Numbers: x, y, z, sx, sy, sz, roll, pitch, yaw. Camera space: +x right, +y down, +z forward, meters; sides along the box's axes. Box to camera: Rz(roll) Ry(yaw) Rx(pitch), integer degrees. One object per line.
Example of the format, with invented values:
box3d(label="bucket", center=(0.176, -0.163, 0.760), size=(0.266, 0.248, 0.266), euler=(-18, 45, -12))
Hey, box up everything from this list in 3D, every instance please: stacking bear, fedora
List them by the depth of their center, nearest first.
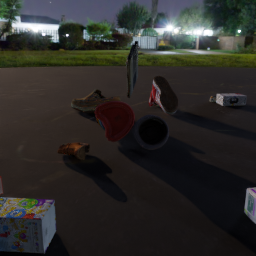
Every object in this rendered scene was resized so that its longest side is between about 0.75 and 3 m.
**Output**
box3d(label="fedora", center=(0.632, 0.159, 8.292), size=(1.161, 1.026, 0.524), euler=(-33, -4, -24))
box3d(label="stacking bear", center=(-0.540, -0.332, 9.358), size=(1.130, 1.207, 1.987), euler=(-27, 9, -11))

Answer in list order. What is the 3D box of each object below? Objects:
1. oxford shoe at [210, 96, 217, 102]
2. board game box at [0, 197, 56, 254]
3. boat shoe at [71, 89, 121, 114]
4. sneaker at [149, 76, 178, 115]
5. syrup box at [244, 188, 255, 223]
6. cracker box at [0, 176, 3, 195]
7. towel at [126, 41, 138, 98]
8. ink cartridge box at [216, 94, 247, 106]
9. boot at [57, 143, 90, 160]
box3d(label="oxford shoe", center=(5.014, -1.598, 15.255), size=(1.185, 0.342, 0.445), euler=(-2, 13, -14))
box3d(label="board game box", center=(-1.679, 1.405, 4.119), size=(1.081, 0.567, 0.557), euler=(2, 15, 3))
box3d(label="boat shoe", center=(-1.411, -1.227, 12.537), size=(2.830, 1.078, 1.014), euler=(10, 18, 31))
box3d(label="sneaker", center=(1.638, -1.185, 13.236), size=(0.891, 1.407, 2.502), euler=(-1, 45, -12))
box3d(label="syrup box", center=(2.643, 1.280, 4.739), size=(1.195, 0.471, 0.487), euler=(-3, 16, -9))
box3d(label="cracker box", center=(-3.219, 1.206, 5.100), size=(0.974, 0.419, 1.454), euler=(9, 19, 29))
box3d(label="towel", center=(0.123, -2.137, 10.086), size=(0.279, 1.614, 1.554), euler=(8, 42, 9))
box3d(label="ink cartridge box", center=(5.308, -1.470, 14.453), size=(1.232, 0.510, 0.898), euler=(-1, 16, -5))
box3d(label="boot", center=(-1.492, 0.613, 7.396), size=(0.785, 0.374, 1.015), euler=(0, 5, 4))
